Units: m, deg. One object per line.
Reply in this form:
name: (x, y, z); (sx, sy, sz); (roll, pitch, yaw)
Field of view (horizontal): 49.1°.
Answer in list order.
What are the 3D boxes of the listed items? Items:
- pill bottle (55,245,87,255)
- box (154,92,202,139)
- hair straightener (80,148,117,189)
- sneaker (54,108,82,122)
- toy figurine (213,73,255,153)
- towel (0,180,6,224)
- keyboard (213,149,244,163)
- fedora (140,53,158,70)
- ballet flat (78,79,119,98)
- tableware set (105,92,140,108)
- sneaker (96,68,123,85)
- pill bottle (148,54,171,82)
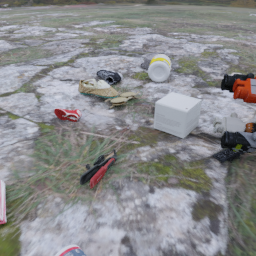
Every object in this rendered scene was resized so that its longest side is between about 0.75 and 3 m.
pill bottle: (-0.858, 2.818, 5.151); (0.715, 0.715, 1.195); (-24, 39, -35)
box: (1.851, -0.518, 10.474); (1.310, 1.128, 1.317); (21, 36, 31)
hair straightener: (-0.923, 1.093, 8.448); (0.731, 0.389, 1.900); (13, 32, 21)
sneaker: (-2.404, -0.584, 11.429); (1.107, 0.434, 0.639); (22, 26, 12)
toy figurine: (3.927, -0.485, 8.961); (1.754, 2.482, 2.521); (8, 15, 4)
towel: (-4.146, 2.086, 6.874); (2.170, 0.325, 1.588); (-14, 33, -18)
keyboard: (3.365, 0.808, 9.116); (1.151, 0.228, 0.599); (-18, 34, -26)
fedora: (1.524, -4.115, 17.061); (1.501, 0.766, 1.697); (16, 34, 26)
ballet flat: (-1.448, -1.879, 12.987); (2.245, 0.733, 0.791); (10, 26, 28)
tableware set: (-0.192, -1.283, 12.647); (1.070, 0.324, 1.618); (2, 22, 27)
sneaker: (-1.135, -2.703, 14.782); (1.566, 0.591, 0.891); (16, 32, 21)
pill bottle: (1.772, -3.368, 15.375); (1.160, 1.160, 2.072); (5, 30, 9)
